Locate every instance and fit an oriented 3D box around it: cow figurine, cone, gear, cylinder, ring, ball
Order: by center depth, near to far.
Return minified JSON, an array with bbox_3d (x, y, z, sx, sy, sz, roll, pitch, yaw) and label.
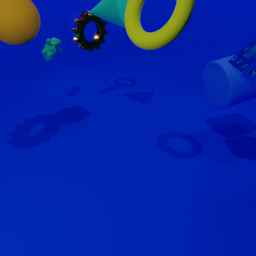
[{"bbox_3d":[0.509,-2.083,4.867,0.289,1.444,1.444,6,16,-47],"label":"ring"},{"bbox_3d":[-2.851,-2.722,7.018,1.246,1.246,1.246,0,28,0],"label":"ball"},{"bbox_3d":[2.953,-1.328,7.647,1.297,1.297,1.297,-18,31,-12],"label":"cylinder"},{"bbox_3d":[-0.618,-3.635,8.595,1.333,1.328,1.328,1,26,24],"label":"cone"},{"bbox_3d":[-1.347,-3.479,10.107,1.370,1.370,0.253,-22,36,-36],"label":"gear"},{"bbox_3d":[-2.820,-2.908,10.382,0.555,1.011,0.994,22,-12,-9],"label":"cow figurine"}]

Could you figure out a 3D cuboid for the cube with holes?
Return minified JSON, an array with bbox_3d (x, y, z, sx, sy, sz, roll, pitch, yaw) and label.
[{"bbox_3d":[2.753,-1.244,5.672,0.853,0.853,0.853,41,21,-18],"label":"cube with holes"}]
